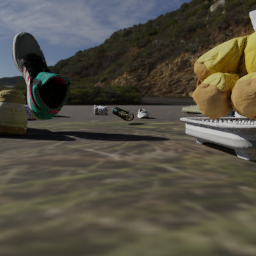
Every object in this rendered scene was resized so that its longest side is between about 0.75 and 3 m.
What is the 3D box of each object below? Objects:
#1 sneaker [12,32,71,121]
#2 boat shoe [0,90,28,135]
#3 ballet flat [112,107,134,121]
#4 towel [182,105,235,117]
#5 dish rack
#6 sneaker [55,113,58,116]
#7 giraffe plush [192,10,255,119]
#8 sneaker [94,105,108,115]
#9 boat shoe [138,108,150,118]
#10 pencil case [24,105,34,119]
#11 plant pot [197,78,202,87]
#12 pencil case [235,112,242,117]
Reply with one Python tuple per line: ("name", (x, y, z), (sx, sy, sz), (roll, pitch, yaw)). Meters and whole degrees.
("sneaker", (-1.861, -1.162, 6.048), (0.844, 2.019, 1.219), (-21, 12, -38))
("boat shoe", (-3.013, -0.571, 6.645), (1.061, 0.915, 2.908), (8, 7, -31))
("ballet flat", (-0.088, -0.395, 8.797), (0.947, 0.322, 0.324), (17, 4, -41))
("towel", (3.927, -0.753, 11.631), (2.509, 0.450, 2.606), (-12, 13, -17))
("dish rack", (1.893, 0.085, 4.118), (1.804, 0.458, 2.102), (-2, 6, -10))
("sneaker", (-3.632, -0.965, 13.218), (0.629, 0.809, 1.797), (-1, 6, -13))
("giraffe plush", (2.695, -0.715, 5.366), (2.279, 2.142, 2.641), (-3, 45, 42))
("sneaker", (-1.422, -0.931, 14.784), (0.735, 0.481, 1.279), (0, 11, -5))
("boat shoe", (0.646, -0.619, 11.829), (0.444, 0.386, 1.204), (-1, 5, -6))
("pencil case", (-3.959, -0.683, 11.136), (0.636, 0.648, 1.515), (-15, -4, 30))
("plant pot", (5.010, -1.813, 13.620), (2.849, 2.849, 1.994), (3, -10, 29))
("pencil case", (5.042, -0.766, 9.275), (2.859, 1.188, 1.297), (2, 26, 11))
